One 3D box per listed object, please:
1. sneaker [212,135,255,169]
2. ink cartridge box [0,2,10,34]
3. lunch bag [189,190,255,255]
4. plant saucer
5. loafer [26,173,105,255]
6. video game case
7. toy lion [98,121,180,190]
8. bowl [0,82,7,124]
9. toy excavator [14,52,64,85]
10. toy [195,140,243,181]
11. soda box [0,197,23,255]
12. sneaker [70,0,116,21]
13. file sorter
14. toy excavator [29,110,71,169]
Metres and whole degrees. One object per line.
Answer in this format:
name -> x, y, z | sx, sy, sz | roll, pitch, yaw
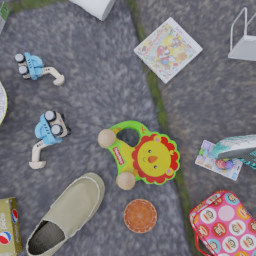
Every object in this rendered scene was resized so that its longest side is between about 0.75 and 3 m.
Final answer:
sneaker -> 3.630, 0.769, 7.818 | 2.599, 1.008, 1.186 | -7, 94, -8
ink cartridge box -> -4.025, -3.323, 8.557 | 0.312, 0.546, 1.051 | 20, 84, 1
lunch bag -> 2.641, 2.869, 7.689 | 1.705, 0.793, 1.935 | -35, 84, -4
plant saucer -> 0.353, 2.523, 8.062 | 0.945, 0.153, 0.945 | 0, 83, 1
loafer -> -1.684, 2.473, 7.647 | 1.077, 0.972, 2.847 | 37, 85, 4
video game case -> 1.235, -2.401, 8.631 | 1.582, 0.181, 1.439 | -43, 85, -4
toy lion -> 0.399, 0.718, 8.080 | 2.006, 0.719, 2.093 | -24, 83, -10
bowl -> -4.511, -0.453, 7.815 | 2.388, 1.121, 2.388 | 3, 72, -9
toy excavator -> -2.631, -1.758, 8.404 | 1.201, 0.600, 1.168 | -17, 85, -11
toy -> 2.718, 0.940, 8.171 | 1.312, 0.310, 0.755 | 23, 84, 3
soda box -> -3.373, 2.774, 7.838 | 0.498, 0.527, 1.557 | -10, 83, -1
sneaker -> -0.796, -4.792, 8.525 | 1.520, 0.969, 2.629 | 29, 85, 0
file sorter -> 4.017, -2.697, 8.174 | 1.732, 1.202, 1.078 | 6, 80, 1
toy excavator -> -2.383, 0.325, 8.133 | 1.402, 0.700, 1.363 | -27, 82, 10
